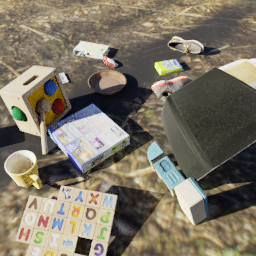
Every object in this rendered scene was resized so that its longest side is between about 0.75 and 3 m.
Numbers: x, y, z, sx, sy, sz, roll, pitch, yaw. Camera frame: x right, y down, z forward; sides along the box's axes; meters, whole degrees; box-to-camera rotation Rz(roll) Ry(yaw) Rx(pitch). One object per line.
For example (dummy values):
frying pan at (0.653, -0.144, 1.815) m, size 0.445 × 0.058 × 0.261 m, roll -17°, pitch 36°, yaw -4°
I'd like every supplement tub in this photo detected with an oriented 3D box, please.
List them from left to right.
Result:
supplement tub at (4.190, -1.604, 11.099) m, size 2.618 × 1.894 × 1.894 m, roll -22°, pitch 50°, yaw -22°

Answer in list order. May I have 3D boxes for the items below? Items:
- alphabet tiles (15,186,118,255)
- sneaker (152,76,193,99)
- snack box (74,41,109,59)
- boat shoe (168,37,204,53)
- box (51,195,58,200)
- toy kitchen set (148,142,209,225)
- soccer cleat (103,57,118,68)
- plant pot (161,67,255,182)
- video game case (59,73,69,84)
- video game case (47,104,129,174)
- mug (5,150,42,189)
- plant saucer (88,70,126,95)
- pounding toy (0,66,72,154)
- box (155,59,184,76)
alphabet tiles at (-1.712, 2.678, 7.686) m, size 2.520 × 0.095 × 2.106 m, roll 8°, pitch 67°, yaw 7°
sneaker at (2.000, -1.652, 12.139) m, size 2.032 × 0.783 × 0.832 m, roll -15°, pitch 79°, yaw -21°
snack box at (-1.889, -4.060, 14.596) m, size 1.627 × 0.302 × 0.945 m, roll 13°, pitch 47°, yaw 13°
boat shoe at (2.970, -4.223, 14.519) m, size 1.908 × 0.685 × 0.568 m, roll 28°, pitch 55°, yaw 30°
box at (-1.922, 2.401, 8.215) m, size 0.882 × 0.440 × 0.421 m, roll 19°, pitch 49°, yaw 18°
toy kitchen set at (1.967, 1.007, 8.393) m, size 2.131 × 1.567 × 2.660 m, roll -33°, pitch 52°, yaw -5°
soccer cleat at (-0.875, -3.269, 13.859) m, size 0.383 × 0.309 × 0.900 m, roll -24°, pitch 52°, yaw -35°
plant pot at (2.268, -0.125, 7.810) m, size 2.490 × 2.496 × 2.214 m, roll -32°, pitch 75°, yaw -8°
video game case at (-3.276, -2.227, 12.958) m, size 0.861 × 0.101 × 0.783 m, roll -19°, pitch 48°, yaw -17°
video game case at (-1.452, 0.290, 10.208) m, size 2.069 × 0.519 × 2.283 m, roll -31°, pitch 53°, yaw -26°
mug at (-3.238, 1.445, 8.786) m, size 0.933 × 0.957 × 1.165 m, roll -13°, pitch 48°, yaw -14°
plant saucer at (-0.929, -2.000, 12.594) m, size 1.702 × 0.311 × 1.702 m, roll 0°, pitch 46°, yaw 0°
pounding toy at (-3.233, -0.704, 10.271) m, size 1.667 × 2.159 × 2.345 m, roll 12°, pitch 46°, yaw 28°
box at (2.014, -2.950, 13.532) m, size 1.238 × 0.295 × 0.755 m, roll -13°, pitch 48°, yaw -12°
